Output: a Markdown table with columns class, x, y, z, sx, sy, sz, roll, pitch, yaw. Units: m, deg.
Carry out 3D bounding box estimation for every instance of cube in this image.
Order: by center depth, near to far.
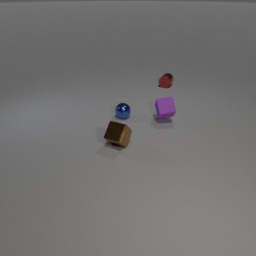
| class | x | y | z | sx | sy | sz | roll | pitch | yaw |
| --- | --- | --- | --- | --- | --- | --- | --- | --- | --- |
| cube | -0.355 | 0.231 | 10.202 | 0.700 | 0.700 | 0.700 | 14 | -14 | 24 |
| cube | 1.581 | -0.856 | 11.915 | 0.700 | 0.700 | 0.700 | -10 | -14 | -3 |

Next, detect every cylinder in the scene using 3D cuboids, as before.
| class | x | y | z | sx | sy | sz | roll | pitch | yaw |
| --- | --- | --- | --- | --- | --- | --- | --- | --- | --- |
| cylinder | 2.194 | -2.727 | 16.075 | 0.700 | 0.700 | 0.700 | 11 | 30 | 21 |

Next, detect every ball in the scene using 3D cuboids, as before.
| class | x | y | z | sx | sy | sz | roll | pitch | yaw |
| --- | --- | --- | --- | --- | --- | --- | --- | --- | --- |
| ball | -0.223 | -0.765 | 12.374 | 0.700 | 0.700 | 0.700 | 0 | 28 | 0 |
